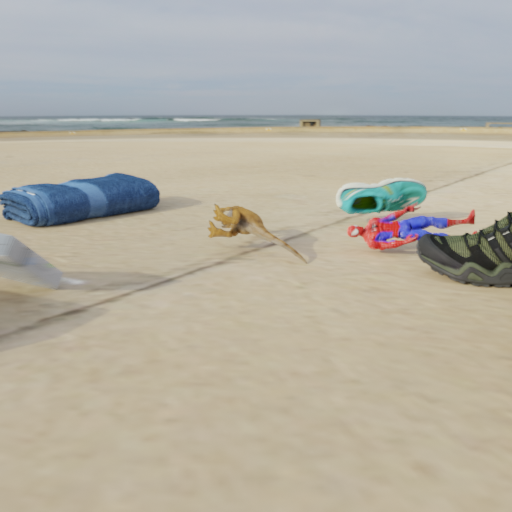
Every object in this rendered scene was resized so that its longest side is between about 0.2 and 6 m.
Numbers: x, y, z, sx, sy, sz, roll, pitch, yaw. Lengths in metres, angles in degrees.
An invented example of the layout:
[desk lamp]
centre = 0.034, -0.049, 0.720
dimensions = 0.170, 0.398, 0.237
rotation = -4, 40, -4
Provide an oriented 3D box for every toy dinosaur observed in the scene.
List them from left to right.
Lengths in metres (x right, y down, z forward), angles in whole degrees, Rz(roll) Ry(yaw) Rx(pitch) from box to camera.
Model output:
[toy dinosaur]
centre = -0.148, -0.591, 10.215
dimensions = 1.268, 0.721, 2.387
rotation = -5, 26, -25

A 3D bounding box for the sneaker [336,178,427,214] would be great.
[sneaker]
centre = 2.842, -1.218, 12.526
dimensions = 2.069, 0.802, 0.824
rotation = -8, 27, -4

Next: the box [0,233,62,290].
[box]
centre = -3.549, 0.013, 7.707
dimensions = 1.197, 0.316, 1.535
rotation = 12, -19, 10

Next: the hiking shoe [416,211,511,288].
[hiking shoe]
centre = 3.946, -0.302, 8.417
dimensions = 2.956, 1.488, 1.120
rotation = 7, 17, 25

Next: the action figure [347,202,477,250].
[action figure]
centre = 2.750, -0.490, 10.043
dimensions = 2.226, 0.728, 0.575
rotation = -4, -27, 17

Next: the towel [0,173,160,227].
[towel]
centre = -4.294, -1.448, 13.934
dimensions = 1.986, 0.863, 3.557
rotation = 14, 20, 40
